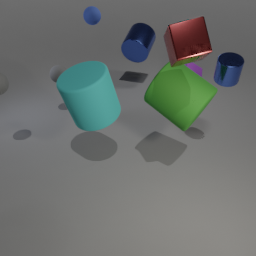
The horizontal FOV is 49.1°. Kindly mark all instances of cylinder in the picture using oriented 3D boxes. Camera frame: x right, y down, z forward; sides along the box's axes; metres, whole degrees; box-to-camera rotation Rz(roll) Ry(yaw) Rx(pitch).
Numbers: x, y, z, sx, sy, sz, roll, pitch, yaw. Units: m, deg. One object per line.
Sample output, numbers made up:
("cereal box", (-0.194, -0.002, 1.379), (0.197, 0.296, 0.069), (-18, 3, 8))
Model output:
("cylinder", (0.531, -4.245, 13.970), (1.400, 1.400, 1.400), (11, 57, 18))
("cylinder", (1.385, -0.867, 7.458), (1.400, 1.400, 1.400), (39, 43, 12))
("cylinder", (2.800, -1.626, 7.810), (0.700, 0.700, 0.700), (-2, 49, 3))
("cylinder", (-1.037, -0.872, 7.667), (1.400, 1.400, 1.400), (-10, 42, 9))

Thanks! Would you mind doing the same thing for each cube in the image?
("cube", (1.166, -1.686, 5.576), (0.700, 0.700, 0.700), (-14, 2, 0))
("cube", (2.478, -2.132, 11.227), (0.700, 0.700, 0.700), (28, 45, -10))

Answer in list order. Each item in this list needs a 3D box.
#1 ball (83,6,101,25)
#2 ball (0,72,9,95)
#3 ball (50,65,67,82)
("ball", (-1.426, -4.462, 11.133), (0.700, 0.700, 0.700), (0, 31, 0))
("ball", (-3.845, -1.299, 8.153), (0.700, 0.700, 0.700), (0, 31, 0))
("ball", (-2.709, -2.110, 10.978), (0.700, 0.700, 0.700), (0, 31, 0))
